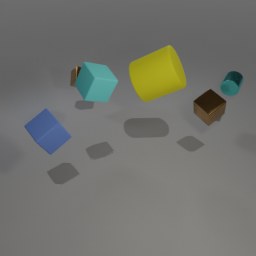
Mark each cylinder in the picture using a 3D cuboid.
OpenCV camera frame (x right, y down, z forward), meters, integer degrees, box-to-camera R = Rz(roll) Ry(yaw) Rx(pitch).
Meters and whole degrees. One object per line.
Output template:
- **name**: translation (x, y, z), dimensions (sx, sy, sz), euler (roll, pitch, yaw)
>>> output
- **cylinder**: translation (0.957, -1.709, 8.967), dimensions (1.400, 1.400, 1.400), euler (-19, 24, 24)
- **cylinder**: translation (3.960, -1.696, 10.678), dimensions (0.700, 0.700, 0.700), euler (17, 49, 26)

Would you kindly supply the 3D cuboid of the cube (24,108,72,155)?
- **cube**: translation (-1.976, 0.090, 6.955), dimensions (0.700, 0.700, 0.700), euler (-41, 56, -9)

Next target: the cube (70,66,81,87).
- **cube**: translation (-1.986, -2.124, 11.864), dimensions (0.700, 0.700, 0.700), euler (7, -9, -30)

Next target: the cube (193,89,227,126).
- **cube**: translation (2.523, -0.641, 8.686), dimensions (0.700, 0.700, 0.700), euler (-37, 59, -8)

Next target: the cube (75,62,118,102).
- **cube**: translation (-0.811, -1.148, 7.077), dimensions (0.700, 0.700, 0.700), euler (0, 44, -40)
